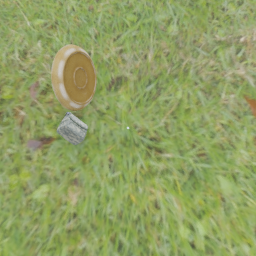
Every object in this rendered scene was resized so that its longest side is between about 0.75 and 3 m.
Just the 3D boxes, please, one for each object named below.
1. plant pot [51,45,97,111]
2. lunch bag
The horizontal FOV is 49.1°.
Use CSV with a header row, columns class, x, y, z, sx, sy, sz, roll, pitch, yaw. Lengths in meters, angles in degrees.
class,x,y,z,sx,sy,sz,roll,pitch,yaw
plant pot,-1.412,-1.404,7.924,0.256,1.860,1.860,5,67,28
lunch bag,-1.507,-0.013,7.745,0.758,0.528,0.636,38,40,-22
